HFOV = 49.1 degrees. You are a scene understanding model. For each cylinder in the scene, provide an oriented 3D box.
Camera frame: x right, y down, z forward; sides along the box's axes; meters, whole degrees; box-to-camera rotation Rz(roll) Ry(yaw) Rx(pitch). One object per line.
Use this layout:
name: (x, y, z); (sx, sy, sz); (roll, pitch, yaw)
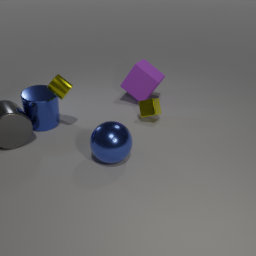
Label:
cylinder: (-2.534, -1.529, 10.482); (0.700, 0.700, 0.700); (38, 29, -10)
cylinder: (-4.408, -0.150, 10.293); (1.400, 1.400, 1.400); (-18, 34, -30)
cylinder: (-3.521, -0.819, 11.368); (1.400, 1.400, 1.400); (4, 37, -3)

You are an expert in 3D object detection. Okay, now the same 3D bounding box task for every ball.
ball: (-0.551, 0.468, 9.221); (1.400, 1.400, 1.400); (0, 28, 0)

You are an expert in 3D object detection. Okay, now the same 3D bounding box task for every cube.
cube: (0.732, -2.289, 13.619); (1.400, 1.400, 1.400); (39, 29, 1)
cube: (0.941, -0.863, 11.918); (0.700, 0.700, 0.700); (-9, 2, 28)
